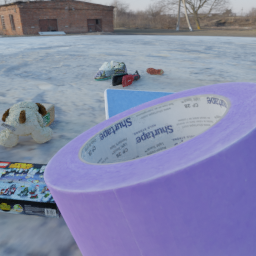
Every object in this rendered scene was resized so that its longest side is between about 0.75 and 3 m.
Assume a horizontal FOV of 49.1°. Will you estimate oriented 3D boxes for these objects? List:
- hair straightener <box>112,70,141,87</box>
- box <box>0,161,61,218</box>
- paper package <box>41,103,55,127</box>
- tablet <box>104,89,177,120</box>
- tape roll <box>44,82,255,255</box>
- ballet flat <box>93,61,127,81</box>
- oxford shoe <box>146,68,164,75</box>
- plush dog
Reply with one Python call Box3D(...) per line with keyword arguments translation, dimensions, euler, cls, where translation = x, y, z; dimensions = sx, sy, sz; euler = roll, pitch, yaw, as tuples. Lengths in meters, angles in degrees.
Box3D(translation=(-0.186, -2.468, 13.406), dimensions=(1.098, 0.584, 2.853), euler=(8, 23, 18), cls="hair straightener")
Box3D(translation=(-1.842, 1.049, 5.052), dimensions=(1.676, 0.334, 1.148), euler=(3, 22, 7), cls="box")
Box3D(translation=(-2.780, -0.334, 8.177), dimensions=(1.024, 0.556, 1.074), euler=(2, 21, 6), cls="paper package")
Box3D(translation=(0.699, -0.491, 7.950), dimensions=(2.682, 0.183, 1.745), euler=(2, 44, -10), cls="tablet")
Box3D(translation=(0.515, 0.507, 3.832), dimensions=(2.994, 1.272, 2.994), euler=(-19, 16, 6), cls="tape roll")
Box3D(translation=(-0.937, -3.063, 14.586), dimensions=(0.857, 0.857, 2.382), euler=(17, 28, 35), cls="ballet flat")
Box3D(translation=(1.491, -3.072, 15.343), dimensions=(1.035, 0.366, 0.382), euler=(15, 6, 25), cls="oxford shoe")
Box3D(translation=(-2.647, -0.258, 7.087), dimensions=(1.341, 1.076, 1.152), euler=(-8, 39, -16), cls="plush dog")
